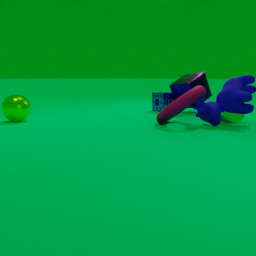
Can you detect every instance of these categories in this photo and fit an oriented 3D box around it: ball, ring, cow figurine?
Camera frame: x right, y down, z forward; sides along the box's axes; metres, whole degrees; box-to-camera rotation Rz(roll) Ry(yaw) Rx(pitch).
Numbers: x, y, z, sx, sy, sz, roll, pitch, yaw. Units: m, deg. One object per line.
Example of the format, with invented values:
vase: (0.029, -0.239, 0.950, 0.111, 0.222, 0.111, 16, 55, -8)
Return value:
ball: (-3.739, -0.661, 9.378, 0.914, 0.914, 0.914, 0, 11, 0)
ring: (1.640, -0.713, 8.757, 1.781, 0.356, 1.781, -34, -5, -3)
cow figurine: (2.981, -0.870, 8.691, 1.717, 0.958, 1.745, 1, 51, 32)

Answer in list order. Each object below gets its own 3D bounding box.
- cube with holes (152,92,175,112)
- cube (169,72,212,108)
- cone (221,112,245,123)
cube with holes: (1.576, -1.133, 12.058, 0.791, 0.791, 0.791, -6, 12, -29)
cube: (2.567, -1.536, 11.477, 1.090, 1.090, 1.090, -36, 23, -28)
cone: (3.159, -0.565, 9.745, 1.197, 1.197, 1.202, -7, -14, -32)
